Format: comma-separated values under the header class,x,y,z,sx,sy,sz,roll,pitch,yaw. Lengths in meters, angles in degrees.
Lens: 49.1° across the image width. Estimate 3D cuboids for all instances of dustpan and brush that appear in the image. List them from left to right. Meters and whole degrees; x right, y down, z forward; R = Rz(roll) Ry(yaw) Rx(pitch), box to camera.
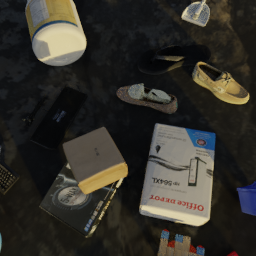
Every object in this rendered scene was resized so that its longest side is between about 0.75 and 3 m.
class,x,y,z,sx,sy,sz,roll,pitch,yaw
dustpan and brush,3.154,-5.249,12.187,1.113,0.456,1.594,25,65,13

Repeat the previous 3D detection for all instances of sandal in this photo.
class,x,y,z,sx,sy,sz,roll,pitch,yaw
sandal,1.773,-2.835,10.815,2.947,0.631,1.121,-13,63,-7

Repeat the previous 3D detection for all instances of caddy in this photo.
class,x,y,z,sx,sy,sz,roll,pitch,yaw
caddy,3.827,1.865,7.785,1.264,1.788,0.938,-4,80,-2

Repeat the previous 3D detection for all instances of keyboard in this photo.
class,x,y,z,sx,sy,sz,roll,pitch,yaw
keyboard,-4.299,1.368,8.689,1.661,0.213,0.997,37,75,9
keyboard,-2.624,-0.489,9.810,1.580,0.256,2.486,24,64,5

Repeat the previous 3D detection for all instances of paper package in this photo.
class,x,y,z,sx,sy,sz,roll,pitch,yaw
paper package,-0.893,0.859,7.522,1.333,0.724,1.399,-23,54,-13

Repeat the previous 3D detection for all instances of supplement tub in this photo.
class,x,y,z,sx,sy,sz,roll,pitch,yaw
supplement tub,-2.798,-3.942,10.665,1.933,1.933,2.672,-15,64,-8

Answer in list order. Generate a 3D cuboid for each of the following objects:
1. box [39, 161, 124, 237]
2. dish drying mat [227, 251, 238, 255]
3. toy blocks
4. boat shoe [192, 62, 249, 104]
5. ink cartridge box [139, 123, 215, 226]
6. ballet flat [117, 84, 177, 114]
class,x,y,z,sx,sy,sz,roll,pitch,yaw
box,-1.282,1.778,8.188,1.704,0.463,2.128,28,78,17
dish drying mat,3.229,4.548,7.159,0.962,0.228,2.504,-29,66,-16
toy blocks,1.414,3.407,7.555,1.561,0.780,1.067,12,51,9
boat shoe,3.373,-1.654,10.140,2.239,0.727,0.808,35,68,17
ink cartridge box,1.489,1.359,8.345,1.897,1.096,2.599,10,63,5
ballet flat,0.678,-1.171,9.870,2.265,0.762,0.771,15,63,8
